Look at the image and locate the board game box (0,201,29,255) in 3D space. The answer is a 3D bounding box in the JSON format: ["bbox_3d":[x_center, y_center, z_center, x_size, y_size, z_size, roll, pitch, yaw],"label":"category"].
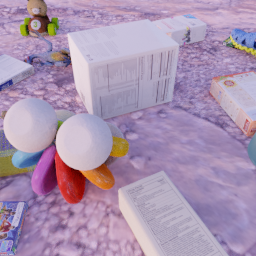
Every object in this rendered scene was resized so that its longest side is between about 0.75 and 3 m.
[{"bbox_3d":[-2.774,2.196,6.230,0.808,0.206,1.194,0,43,0],"label":"board game box"}]

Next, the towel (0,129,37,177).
[{"bbox_3d":[-2.565,0.444,8.077,2.590,0.295,1.860,-10,43,-11],"label":"towel"}]

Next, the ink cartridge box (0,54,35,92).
[{"bbox_3d":[-4.902,-2.153,10.846,1.802,0.366,1.798,26,49,26],"label":"ink cartridge box"}]

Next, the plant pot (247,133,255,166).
[{"bbox_3d":[4.258,0.300,7.427,1.734,1.392,1.734,0,42,0],"label":"plant pot"}]

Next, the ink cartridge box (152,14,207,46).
[{"bbox_3d":[2.213,-4.495,13.054,2.437,0.827,1.403,-18,45,-18],"label":"ink cartridge box"}]

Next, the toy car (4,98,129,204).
[{"bbox_3d":[-1.508,0.637,6.705,2.862,2.505,2.146,17,88,11],"label":"toy car"}]

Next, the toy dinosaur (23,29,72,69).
[{"bbox_3d":[-3.032,-2.670,11.293,2.287,2.521,1.323,4,67,44],"label":"toy dinosaur"}]

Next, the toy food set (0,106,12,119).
[{"bbox_3d":[-3.846,-0.488,9.233,0.526,0.130,0.828,30,43,28],"label":"toy food set"}]

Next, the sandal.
[{"bbox_3d":[5.497,-3.670,11.844,1.004,1.100,2.526,-27,54,-29],"label":"sandal"}]

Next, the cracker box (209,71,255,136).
[{"bbox_3d":[4.026,-0.891,9.221,1.639,0.706,2.447,-10,43,-11],"label":"cracker box"}]

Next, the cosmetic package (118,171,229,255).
[{"bbox_3d":[0.833,2.140,5.820,1.210,0.854,2.338,-18,45,-19],"label":"cosmetic package"}]

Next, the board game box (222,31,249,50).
[{"bbox_3d":[5.234,-4.182,13.201,0.892,0.200,1.703,30,50,26],"label":"board game box"}]

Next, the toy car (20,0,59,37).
[{"bbox_3d":[-4.336,-5.561,13.336,1.656,2.016,1.590,-1,43,-1],"label":"toy car"}]

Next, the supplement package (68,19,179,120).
[{"bbox_3d":[-0.194,-1.969,9.298,2.887,2.175,2.191,-16,45,-17],"label":"supplement package"}]
